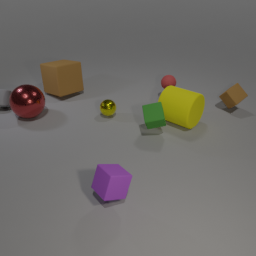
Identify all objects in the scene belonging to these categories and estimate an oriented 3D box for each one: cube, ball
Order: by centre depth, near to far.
[{"bbox_3d":[-0.431,1.403,7.340,0.700,0.700,0.700,6,17,-39],"label":"cube"},{"bbox_3d":[0.954,-0.444,10.174,0.700,0.700,0.700,-11,68,10],"label":"cube"},{"bbox_3d":[-4.117,-1.087,11.482,1.400,1.400,1.400,0,32,0],"label":"ball"},{"bbox_3d":[-0.829,-0.845,11.649,0.700,0.700,0.700,0,32,0],"label":"ball"},{"bbox_3d":[4.487,-1.362,11.942,0.700,0.700,0.700,-37,86,-14],"label":"cube"},{"bbox_3d":[1.867,-2.088,12.873,0.700,0.700,0.700,0,32,0],"label":"ball"},{"bbox_3d":[-3.148,-2.424,13.404,1.400,1.400,1.400,18,31,40],"label":"cube"}]

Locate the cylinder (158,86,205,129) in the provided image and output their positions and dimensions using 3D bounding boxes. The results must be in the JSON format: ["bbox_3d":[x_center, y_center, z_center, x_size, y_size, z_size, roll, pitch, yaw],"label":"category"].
[{"bbox_3d":[2.091,-0.838,11.082,1.400,1.400,1.400,23,38,33],"label":"cylinder"}]

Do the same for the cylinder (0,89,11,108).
[{"bbox_3d":[-5.471,-1.280,12.240,0.700,0.700,0.700,-1,-3,0],"label":"cylinder"}]
